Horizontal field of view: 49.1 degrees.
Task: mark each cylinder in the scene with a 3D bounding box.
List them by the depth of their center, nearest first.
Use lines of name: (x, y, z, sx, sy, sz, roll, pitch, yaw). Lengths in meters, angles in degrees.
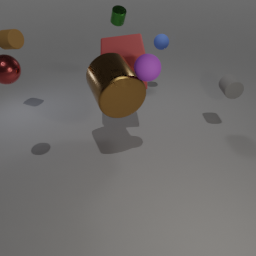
cylinder: (-0.368, -1.239, 8.103, 1.400, 1.400, 1.400, -11, 44, -18)
cylinder: (-4.297, -3.234, 10.229, 0.700, 0.700, 0.700, 8, 31, 31)
cylinder: (3.802, -1.534, 10.344, 0.700, 0.700, 0.700, -2, 35, -3)
cylinder: (-0.473, -5.486, 13.706, 0.700, 0.700, 0.700, 6, 61, -10)

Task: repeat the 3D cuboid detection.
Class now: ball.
ball: (-2.909, -1.386, 6.647, 0.700, 0.700, 0.700, 0, 32, 0)
ball: (0.500, -1.545, 7.177, 0.700, 0.700, 0.700, 0, 32, 0)
ball: (1.532, -3.949, 12.848, 0.700, 0.700, 0.700, 0, 32, 0)

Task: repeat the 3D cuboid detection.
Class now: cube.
cube: (-0.135, -2.182, 9.517, 1.400, 1.400, 1.400, -7, 44, 1)
